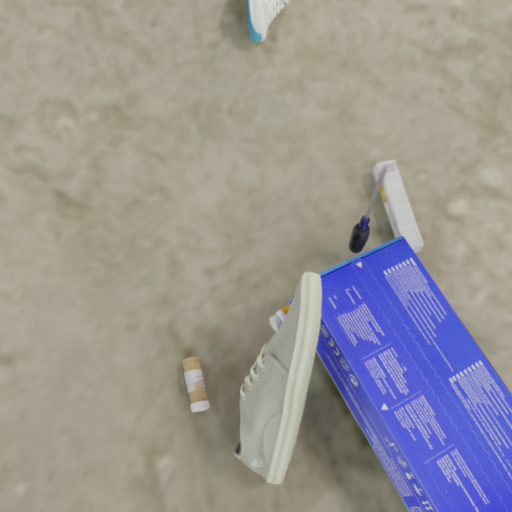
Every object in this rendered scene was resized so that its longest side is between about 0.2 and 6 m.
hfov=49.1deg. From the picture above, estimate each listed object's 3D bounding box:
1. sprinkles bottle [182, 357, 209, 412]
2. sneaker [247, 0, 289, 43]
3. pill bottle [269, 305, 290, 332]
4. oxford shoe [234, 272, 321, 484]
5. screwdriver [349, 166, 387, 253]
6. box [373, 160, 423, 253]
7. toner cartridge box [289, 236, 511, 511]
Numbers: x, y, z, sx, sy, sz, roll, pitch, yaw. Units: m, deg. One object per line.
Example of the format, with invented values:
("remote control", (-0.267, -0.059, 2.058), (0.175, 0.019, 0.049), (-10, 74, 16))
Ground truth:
("sprinkles bottle", (-0.984, 2.079, 9.062), (0.287, 0.287, 0.841), (-14, 70, -5))
("sneaker", (0.260, -5.383, 11.652), (0.854, 0.809, 2.114), (7, 71, 0))
("pill bottle", (0.544, 1.022, 9.389), (0.615, 0.342, 0.342), (-25, 71, -21))
("oxford shoe", (0.297, 1.775, 8.064), (0.951, 1.239, 3.294), (16, 108, 13))
("screwdriver", (1.788, -0.719, 8.802), (0.294, 2.109, 0.307), (33, 56, 16))
("box", (2.561, -0.892, 10.163), (0.368, 0.344, 1.777), (-12, 69, -5))
("toner cartridge box", (2.495, 1.995, 8.563), (2.071, 0.941, 4.360), (-22, 70, -21))
